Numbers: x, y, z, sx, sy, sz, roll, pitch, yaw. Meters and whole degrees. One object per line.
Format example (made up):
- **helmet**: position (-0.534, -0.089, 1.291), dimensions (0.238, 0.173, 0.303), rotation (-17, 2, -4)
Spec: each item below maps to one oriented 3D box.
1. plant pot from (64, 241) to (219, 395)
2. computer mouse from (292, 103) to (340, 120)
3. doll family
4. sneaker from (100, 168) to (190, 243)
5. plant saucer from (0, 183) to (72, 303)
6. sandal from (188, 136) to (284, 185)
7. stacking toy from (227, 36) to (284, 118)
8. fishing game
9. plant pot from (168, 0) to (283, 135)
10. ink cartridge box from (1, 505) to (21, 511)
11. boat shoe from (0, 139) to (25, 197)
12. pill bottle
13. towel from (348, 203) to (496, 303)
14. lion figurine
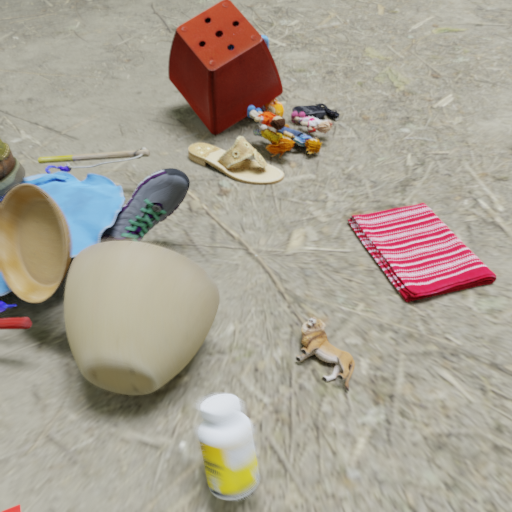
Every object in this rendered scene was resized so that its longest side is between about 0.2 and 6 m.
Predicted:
- **plant pot**: position (-1.525, 0.926, 6.936), dimensions (1.959, 1.959, 1.315), rotation (5, 52, 6)
- **computer mouse**: position (1.339, -3.334, 13.243), dimensions (1.135, 0.299, 0.786), rotation (-11, 40, -30)
- **doll family**: position (0.754, -2.576, 12.027), dimensions (2.011, 0.906, 1.248), rotation (-6, 29, -35)
- **sneaker**: position (-1.801, -0.518, 8.924), dimensions (2.049, 0.763, 0.897), rotation (-36, 41, 28)
- **plant saucer**: position (-2.868, -0.165, 7.322), dimensions (1.550, 1.550, 0.274), rotation (28, 19, 29)
- **sandal**: position (-0.466, -2.091, 11.356), dimensions (2.199, 0.723, 0.806), rotation (20, 44, 23)
- **stacking toy**: position (0.064, -4.095, 13.613), dimensions (1.328, 1.405, 2.420), rotation (-17, 56, -14)
- **fishing game**: position (-3.726, -0.340, 9.165), dimensions (3.358, 0.729, 4.689), rotation (-4, 39, 14)
- **plant pot**: position (-0.737, -4.277, 12.294), dimensions (2.002, 1.766, 2.004), rotation (-35, 75, -9)
- **ink cartridge box**: position (-2.750, 2.921, 5.764), dimensions (0.673, 0.151, 0.593), rotation (-17, 43, -19)
- **boat shoe**: position (-5.466, -1.012, 9.268), dimensions (3.073, 1.045, 1.106), rotation (-40, 49, -15)
- **pill bottle**: position (-0.299, 1.967, 5.825), dimensions (0.550, 0.981, 0.550), rotation (-9, 14, 2)
- **towel**: position (2.715, -0.149, 9.394), dimensions (1.629, 0.253, 2.253), rotation (-11, 41, -14)
- **lion figurine**: position (0.986, 1.318, 7.591), dimensions (1.079, 0.391, 0.661), rotation (40, 45, 20)
